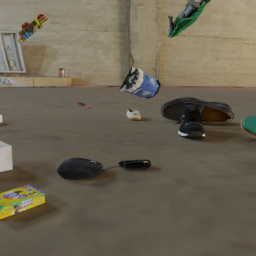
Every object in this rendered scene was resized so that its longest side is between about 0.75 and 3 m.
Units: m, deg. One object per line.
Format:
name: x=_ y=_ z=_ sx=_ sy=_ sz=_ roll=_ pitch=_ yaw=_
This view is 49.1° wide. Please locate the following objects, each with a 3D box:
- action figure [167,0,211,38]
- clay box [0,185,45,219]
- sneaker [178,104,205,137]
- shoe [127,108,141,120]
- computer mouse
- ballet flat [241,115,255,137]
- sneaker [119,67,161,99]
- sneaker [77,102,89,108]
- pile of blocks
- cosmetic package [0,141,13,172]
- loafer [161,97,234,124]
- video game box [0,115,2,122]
action figure: x=1.706 y=-3.355 z=8.571 sx=1.425 sy=0.660 sz=2.412 roll=-39 pitch=4 yaw=-10
clay box: x=-1.743 y=1.104 z=4.193 sx=0.480 sy=0.199 sz=0.836 roll=9 pitch=13 yaw=42
sneaker: x=2.077 y=-0.286 z=9.383 sx=0.830 sy=0.960 sz=2.193 roll=1 pitch=11 yaw=5
shoe: x=0.210 y=-0.636 z=12.692 sx=0.521 sy=0.398 sz=1.491 roll=-3 pitch=11 yaw=-13
computer mouse: x=-0.450 y=0.740 z=5.752 sx=1.967 sy=0.335 sz=0.576 roll=-4 pitch=11 yaw=-20
ballet flat: x=4.687 y=0.049 z=8.821 sx=2.357 sy=0.809 sz=0.743 roll=4 pitch=-17 yaw=5
sneaker: x=0.346 y=-1.134 z=7.659 sx=0.893 sy=0.786 sz=2.002 roll=27 pitch=9 yaw=-14
sneaker: x=-2.717 y=-1.368 z=16.720 sx=0.854 sy=0.319 sz=0.344 roll=6 pitch=13 yaw=27
pile of blocks: x=-2.533 y=-2.624 z=7.287 sx=1.113 sy=0.346 sz=0.457 roll=-31 pitch=25 yaw=16
cosmetic package: x=-3.025 y=0.607 z=5.836 sx=0.895 sy=0.550 sz=0.893 roll=-10 pitch=15 yaw=-42
loafer: x=2.775 y=-0.645 z=11.239 sx=2.886 sy=1.050 sz=1.043 roll=0 pitch=15 yaw=5
video game box: x=-6.184 y=-0.341 z=11.270 sx=1.570 sy=0.368 sz=1.431 roll=6 pitch=10 yaw=27
